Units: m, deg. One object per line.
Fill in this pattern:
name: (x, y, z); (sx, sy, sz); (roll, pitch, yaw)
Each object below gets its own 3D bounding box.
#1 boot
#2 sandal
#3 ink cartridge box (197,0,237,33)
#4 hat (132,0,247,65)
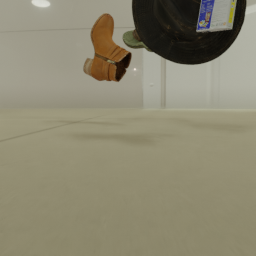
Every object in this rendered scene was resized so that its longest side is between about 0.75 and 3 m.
boot: (-0.576, -2.887, 10.168); (0.924, 2.508, 1.940); (9, 10, -45)
sandal: (0.661, -3.157, 9.546); (1.005, 0.722, 2.531); (-29, 33, -18)
ink cartridge box: (1.503, -2.043, 4.743); (0.180, 0.767, 0.758); (3, 12, -24)
hat: (1.144, -2.401, 5.516); (2.395, 2.395, 0.966); (1, 11, 13)
